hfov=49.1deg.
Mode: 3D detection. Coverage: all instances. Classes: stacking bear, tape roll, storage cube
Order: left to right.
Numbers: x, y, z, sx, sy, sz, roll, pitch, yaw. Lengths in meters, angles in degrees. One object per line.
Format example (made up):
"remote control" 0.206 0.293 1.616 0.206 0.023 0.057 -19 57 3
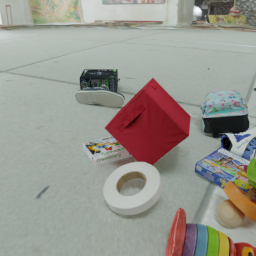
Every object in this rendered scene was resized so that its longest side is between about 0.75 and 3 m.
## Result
"tape roll" 0.123 1.502 7.191 1.549 0.283 1.549 -15 35 11
"storage cube" 0.660 -0.190 8.259 1.741 1.656 1.937 45 24 -4
"stacking bear" 1.693 2.422 5.486 1.747 0.994 1.061 14 47 6

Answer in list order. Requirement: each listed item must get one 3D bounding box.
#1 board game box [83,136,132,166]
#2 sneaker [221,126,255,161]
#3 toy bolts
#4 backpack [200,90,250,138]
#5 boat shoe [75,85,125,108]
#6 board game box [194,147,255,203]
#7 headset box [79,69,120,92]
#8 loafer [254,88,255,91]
"board game box" -0.490 0.676 9.613 1.832 0.317 1.157 -14 31 -26
"sneaker" 3.857 0.420 9.560 1.197 0.837 2.073 17 33 27
"toy bolts" 3.292 2.158 6.030 2.273 1.650 2.379 38 9 -13
"backpack" 3.758 -0.655 11.004 1.782 1.511 2.008 -5 18 19
"boat shoe" -1.273 -1.524 13.397 2.561 0.959 0.792 2 36 25
"board game box" 3.206 1.352 8.127 1.407 0.358 2.079 -22 37 -36
"headset box" -1.463 -2.542 15.324 2.075 0.963 1.807 1 27 1
"loafer" 7.314 -2.167 15.314 0.829 0.300 0.302 1 28 4
